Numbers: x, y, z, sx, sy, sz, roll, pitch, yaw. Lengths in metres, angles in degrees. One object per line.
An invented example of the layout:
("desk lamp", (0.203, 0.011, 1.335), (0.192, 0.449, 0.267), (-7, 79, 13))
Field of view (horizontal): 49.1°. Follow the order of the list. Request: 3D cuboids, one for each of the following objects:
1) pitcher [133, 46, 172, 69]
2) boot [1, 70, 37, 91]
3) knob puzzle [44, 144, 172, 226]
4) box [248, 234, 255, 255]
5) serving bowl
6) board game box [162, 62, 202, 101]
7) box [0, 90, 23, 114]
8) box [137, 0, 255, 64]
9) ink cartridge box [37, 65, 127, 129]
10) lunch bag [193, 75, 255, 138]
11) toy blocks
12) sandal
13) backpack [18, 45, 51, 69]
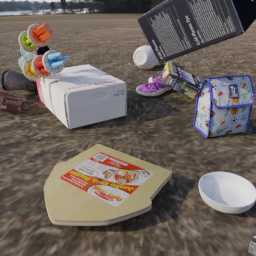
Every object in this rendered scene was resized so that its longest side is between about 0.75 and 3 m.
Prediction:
("pitcher", (1.372, -3.792, 15.363), (1.742, 1.231, 2.031), (24, 23, 26))
("boot", (-3.873, -1.887, 11.258), (1.534, 0.813, 2.330), (3, 12, 7))
("knob puzzle", (-0.598, 1.253, 5.745), (2.685, 0.372, 2.685), (0, 26, 0))
("box", (2.620, 1.860, 4.607), (0.848, 0.268, 1.075), (22, 34, 39))
("serving bowl", (1.959, 1.334, 5.592), (1.103, 0.363, 1.103), (0, 25, 0))
("board game box", (2.214, -1.947, 11.499), (1.586, 0.544, 1.918), (24, 26, -5))
("box", (-4.437, -0.977, 9.911), (1.479, 0.554, 0.740), (25, 12, 38))
("box", (2.033, -3.114, 7.274), (2.405, 1.375, 2.641), (-11, 28, 47))
("ink cartridge box", (-1.699, -1.235, 9.860), (2.193, 1.239, 2.993), (-15, 30, -28))
("lunch bag", (2.819, -0.678, 8.196), (1.450, 1.706, 1.056), (-7, 26, -15))
("toy blocks", (-2.570, -2.450, 8.687), (2.029, 1.691, 0.737), (-2, 5, 45))
("sandal", (1.293, -1.959, 12.008), (1.084, 0.655, 2.665), (20, 30, 35))
("backpack", (-4.108, -3.067, 12.882), (1.471, 1.954, 1.735), (-17, 25, 10))
